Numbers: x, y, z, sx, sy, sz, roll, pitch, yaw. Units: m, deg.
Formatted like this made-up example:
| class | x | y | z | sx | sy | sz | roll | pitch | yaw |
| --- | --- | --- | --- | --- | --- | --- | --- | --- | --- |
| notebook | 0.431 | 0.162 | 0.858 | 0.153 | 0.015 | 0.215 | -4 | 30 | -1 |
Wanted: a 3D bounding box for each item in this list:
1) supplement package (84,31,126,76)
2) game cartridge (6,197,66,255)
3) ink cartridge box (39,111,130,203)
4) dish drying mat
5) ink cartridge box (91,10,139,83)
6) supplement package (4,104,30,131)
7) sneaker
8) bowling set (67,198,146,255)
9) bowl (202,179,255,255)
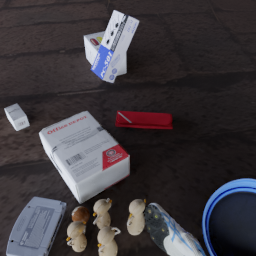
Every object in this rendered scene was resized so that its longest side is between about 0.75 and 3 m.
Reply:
| class | x | y | z | sx | sy | sz | roll | pitch | yaw |
| --- | --- | --- | --- | --- | --- | --- | --- | --- | --- |
| supplement package | -1.153 | -3.651 | 13.865 | 1.317 | 1.268 | 2.315 | -20 | 47 | -19 |
| game cartridge | -2.609 | 2.842 | 7.965 | 1.191 | 0.362 | 1.787 | 11 | 45 | 6 |
| ink cartridge box | -1.476 | 0.840 | 9.408 | 1.930 | 1.120 | 2.675 | -26 | 50 | -24 |
| dish drying mat | 0.654 | -0.339 | 11.267 | 2.250 | 0.205 | 0.864 | 3 | 44 | 3 |
| ink cartridge box | -0.552 | -3.150 | 10.857 | 0.551 | 2.494 | 1.173 | 10 | 24 | -38 |
| supplement package | -4.407 | -0.436 | 11.119 | 0.553 | 0.555 | 0.946 | -29 | 51 | -26 |
| sneaker | 1.292 | 2.872 | 7.192 | 2.348 | 0.844 | 0.851 | 52 | 45 | 6 |
| bowling set | -0.972 | 2.634 | 7.350 | 1.895 | 1.462 | 2.723 | 30 | 52 | 27 |
| bowl | 3.341 | 2.761 | 7.408 | 2.795 | 0.549 | 2.795 | 0 | 61 | 0 |
